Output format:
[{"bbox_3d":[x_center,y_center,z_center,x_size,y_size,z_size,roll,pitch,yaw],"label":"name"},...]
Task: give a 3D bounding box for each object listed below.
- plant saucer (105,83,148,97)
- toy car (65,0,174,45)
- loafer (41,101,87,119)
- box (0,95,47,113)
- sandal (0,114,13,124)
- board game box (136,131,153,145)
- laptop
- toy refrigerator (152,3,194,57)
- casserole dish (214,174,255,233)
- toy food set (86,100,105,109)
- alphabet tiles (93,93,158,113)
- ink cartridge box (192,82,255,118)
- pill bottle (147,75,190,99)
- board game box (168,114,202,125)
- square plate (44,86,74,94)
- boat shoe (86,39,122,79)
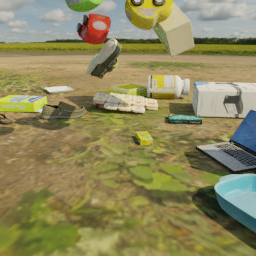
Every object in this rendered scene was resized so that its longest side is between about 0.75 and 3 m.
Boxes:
[{"bbox_3d":[0.073,-2.084,15.501,2.000,0.479,1.998,-16,24,-39],"label":"plant saucer"},{"bbox_3d":[-0.656,-2.789,6.649,2.945,0.657,2.771,-6,-7,30],"label":"toy car"},{"bbox_3d":[-2.557,-0.731,11.174,1.797,0.626,0.676,-5,19,-15],"label":"loafer"},{"bbox_3d":[-4.628,-1.082,12.470,2.102,0.501,1.281,2,19,8],"label":"box"},{"bbox_3d":[-4.839,-0.376,10.599,1.156,0.315,0.472,11,21,30],"label":"sandal"},{"bbox_3d":[0.501,0.312,8.737,0.384,0.180,0.756,-3,19,-9],"label":"board game box"},{"bbox_3d":[3.090,0.265,7.515,1.805,1.046,1.690,-6,19,-18],"label":"laptop"},{"bbox_3d":[1.367,-3.936,10.348,0.995,1.080,2.844,-23,49,4],"label":"toy refrigerator"},{"bbox_3d":[2.537,1.463,4.874,1.355,0.434,2.237,-10,21,-27],"label":"casserole dish"},{"bbox_3d":[-1.114,-1.112,12.987,1.589,0.250,1.010,-9,20,-39],"label":"toy food set"},{"bbox_3d":[-0.094,-1.244,12.919,2.921,0.213,2.857,6,18,1],"label":"alphabet tiles"},{"bbox_3d":[4.203,-1.224,11.801,2.745,1.149,1.991,2,18,7],"label":"ink cartridge box"},{"bbox_3d":[2.075,-2.119,14.483,2.101,1.177,1.177,2,18,6],"label":"pill bottle"},{"bbox_3d":[2.165,-0.347,10.742,1.236,0.174,0.836,2,19,6],"label":"board game box"},{"bbox_3d":[-4.037,-2.215,16.344,1.424,0.204,1.438,-9,20,-27],"label":"square plate"},{"bbox_3d":[-0.684,-2.160,9.018,0.659,0.788,2.206,26,-20,-22],"label":"boat shoe"}]
